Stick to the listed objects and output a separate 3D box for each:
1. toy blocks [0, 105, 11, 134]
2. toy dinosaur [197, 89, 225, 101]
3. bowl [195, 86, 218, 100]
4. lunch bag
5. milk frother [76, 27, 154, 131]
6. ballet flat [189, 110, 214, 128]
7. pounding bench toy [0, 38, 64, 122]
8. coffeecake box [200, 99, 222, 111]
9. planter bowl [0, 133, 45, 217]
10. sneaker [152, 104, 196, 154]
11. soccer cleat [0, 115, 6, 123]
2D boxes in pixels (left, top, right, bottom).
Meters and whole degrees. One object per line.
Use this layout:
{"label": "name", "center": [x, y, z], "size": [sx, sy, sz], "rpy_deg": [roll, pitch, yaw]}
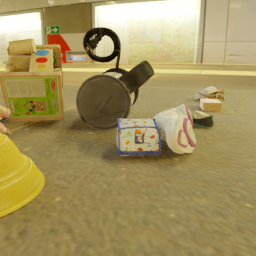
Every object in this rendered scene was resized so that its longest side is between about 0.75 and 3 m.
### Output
{"label": "toy blocks", "center": [-4.022, -0.032, 7.855], "size": [1.217, 1.302, 1.096], "rpy_deg": [13, -15, 5]}
{"label": "toy dinosaur", "center": [4.130, -1.531, 13.623], "size": [1.024, 0.582, 1.928], "rpy_deg": [-6, 2, 27]}
{"label": "bowl", "center": [3.803, -1.751, 13.771], "size": [0.931, 0.348, 0.933], "rpy_deg": [-19, -3, -36]}
{"label": "lunch bag", "center": [0.242, 0.249, 6.850], "size": [1.041, 0.758, 1.224], "rpy_deg": [-1, 29, -2]}
{"label": "milk frother", "center": [-0.828, -1.815, 9.510], "size": [2.951, 2.664, 2.776], "rpy_deg": [35, 16, -4]}
{"label": "ballet flat", "center": [2.142, -0.342, 9.299], "size": [1.451, 0.530, 0.530], "rpy_deg": [10, 19, 31]}
{"label": "pounding bench toy", "center": [-3.248, -2.117, 9.678], "size": [1.855, 2.986, 2.329], "rpy_deg": [-3, 44, -11]}
{"label": "coffeecake box", "center": [3.463, -0.985, 11.776], "size": [0.742, 0.353, 0.967], "rpy_deg": [2, 16, 6]}
{"label": "planter bowl", "center": [-2.778, 0.636, 4.950], "size": [2.457, 1.023, 2.457], "rpy_deg": [0, 15, 0]}
{"label": "sneaker", "center": [1.107, 0.112, 7.458], "size": [1.268, 0.953, 2.546], "rpy_deg": [-16, 12, 15]}
{"label": "soccer cleat", "center": [-4.825, -0.445, 8.602], "size": [0.991, 1.063, 2.905], "rpy_deg": [5, 17, 17]}
